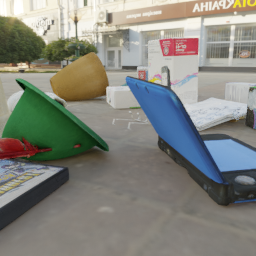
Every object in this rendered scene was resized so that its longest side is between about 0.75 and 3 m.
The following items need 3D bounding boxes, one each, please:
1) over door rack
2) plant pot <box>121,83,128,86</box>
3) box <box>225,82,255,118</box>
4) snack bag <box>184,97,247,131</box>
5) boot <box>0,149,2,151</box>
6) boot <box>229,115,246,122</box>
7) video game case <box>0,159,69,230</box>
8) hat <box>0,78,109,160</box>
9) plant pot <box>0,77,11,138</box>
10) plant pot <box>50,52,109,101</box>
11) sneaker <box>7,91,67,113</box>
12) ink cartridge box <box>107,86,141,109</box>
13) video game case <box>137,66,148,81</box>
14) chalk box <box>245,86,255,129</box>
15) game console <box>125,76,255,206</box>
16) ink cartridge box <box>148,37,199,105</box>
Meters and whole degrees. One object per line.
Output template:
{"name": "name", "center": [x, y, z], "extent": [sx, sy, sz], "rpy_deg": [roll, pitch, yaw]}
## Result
{"name": "over door rack", "center": [0.201, -0.280, 8.819], "extent": [1.132, 0.377, 0.836], "rpy_deg": [-12, 18, -39]}
{"name": "plant pot", "center": [-0.172, -1.744, 13.957], "extent": [0.864, 0.920, 0.920], "rpy_deg": [-26, 26, -31]}
{"name": "box", "center": [4.199, -1.019, 10.110], "extent": [0.683, 1.198, 1.302], "rpy_deg": [-9, 17, -26]}
{"name": "snack bag", "center": [2.663, -0.585, 9.401], "extent": [2.626, 0.281, 2.476], "rpy_deg": [-16, 18, -20]}
{"name": "boot", "center": [-3.220, 0.066, 5.699], "extent": [1.782, 1.164, 0.603], "rpy_deg": [1, 14, 3]}
{"name": "boot", "center": [3.685, -0.406, 9.485], "extent": [0.691, 0.323, 0.889], "rpy_deg": [-3, 10, -9]}
{"name": "video game case", "center": [-2.320, 0.925, 4.018], "extent": [2.040, 0.288, 2.257], "rpy_deg": [4, 14, 19]}
{"name": "hat", "center": [-2.080, 0.547, 5.485], "extent": [2.667, 2.348, 2.209], "rpy_deg": [40, -12, -18]}
{"name": "plant pot", "center": [-4.465, -1.067, 7.406], "extent": [2.812, 2.574, 2.812], "rpy_deg": [0, 13, 0]}
{"name": "plant pot", "center": [-2.541, -2.301, 14.068], "extent": [2.469, 2.301, 2.301], "rpy_deg": [-24, 22, -18]}
{"name": "sneaker", "center": [-3.226, -0.878, 10.265], "extent": [1.181, 0.926, 2.376], "rpy_deg": [14, 20, 34]}
{"name": "ink cartridge box", "center": [-0.133, -1.404, 12.558], "extent": [1.371, 0.795, 1.893], "rpy_deg": [-3, 14, -14]}
{"name": "video game case", "center": [1.774, -1.968, 12.930], "extent": [2.648, 1.894, 0.231], "rpy_deg": [2, 44, 6]}
{"name": "chalk box", "center": [4.373, -0.439, 7.647], "extent": [1.253, 1.261, 2.021], "rpy_deg": [-3, 15, -9]}
{"name": "game console", "center": [1.416, -0.058, 5.074], "extent": [2.479, 1.718, 2.904], "rpy_deg": [-4, 15, -11]}
{"name": "ink cartridge box", "center": [1.738, -2.092, 11.133], "extent": [1.202, 2.807, 2.072], "rpy_deg": [-6, 15, -23]}
